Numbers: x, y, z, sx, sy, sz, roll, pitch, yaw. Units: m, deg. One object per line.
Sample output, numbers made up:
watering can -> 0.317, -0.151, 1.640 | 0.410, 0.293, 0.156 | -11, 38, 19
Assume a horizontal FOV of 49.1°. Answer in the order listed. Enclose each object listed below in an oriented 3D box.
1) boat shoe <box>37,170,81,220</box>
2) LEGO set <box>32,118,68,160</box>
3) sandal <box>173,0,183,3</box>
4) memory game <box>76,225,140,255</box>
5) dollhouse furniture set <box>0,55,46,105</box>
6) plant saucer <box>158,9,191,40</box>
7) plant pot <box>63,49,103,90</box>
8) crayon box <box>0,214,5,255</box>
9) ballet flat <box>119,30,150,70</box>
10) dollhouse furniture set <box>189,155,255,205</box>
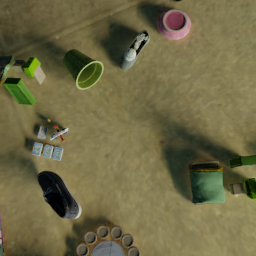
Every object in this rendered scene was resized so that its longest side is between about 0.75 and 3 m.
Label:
boat shoe -> -2.305, 2.050, 8.791 | 2.066, 0.648, 0.751 | 39, 106, 28
LEGO set -> -2.645, 0.353, 9.602 | 1.004, 0.330, 1.343 | 13, 80, -1
sandal -> 1.769, -5.083, 10.663 | 0.314, 0.211, 0.782 | -37, 82, -6
memory game -> -0.655, 4.180, 8.944 | 2.146, 0.137, 2.146 | 0, 80, 2
dollhouse furniture set -> -4.148, -1.729, 9.919 | 2.099, 1.053, 1.375 | 7, 58, 19
plant saucer -> 1.728, -3.907, 10.394 | 1.231, 0.312, 1.231 | 0, 79, 1
plant pot -> -1.652, -2.145, 9.752 | 1.177, 1.177, 1.118 | -42, 69, -7
crayon box -> -5.196, 3.316, 8.815 | 2.168, 0.732, 2.513 | -11, 80, -2
ballet flat -> 0.209, -2.845, 10.083 | 0.560, 0.529, 1.660 | 34, 81, 6
dollhouse furniture set -> 3.117, 1.693, 8.950 | 2.139, 1.074, 1.401 | -6, 79, -1
